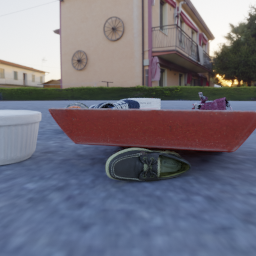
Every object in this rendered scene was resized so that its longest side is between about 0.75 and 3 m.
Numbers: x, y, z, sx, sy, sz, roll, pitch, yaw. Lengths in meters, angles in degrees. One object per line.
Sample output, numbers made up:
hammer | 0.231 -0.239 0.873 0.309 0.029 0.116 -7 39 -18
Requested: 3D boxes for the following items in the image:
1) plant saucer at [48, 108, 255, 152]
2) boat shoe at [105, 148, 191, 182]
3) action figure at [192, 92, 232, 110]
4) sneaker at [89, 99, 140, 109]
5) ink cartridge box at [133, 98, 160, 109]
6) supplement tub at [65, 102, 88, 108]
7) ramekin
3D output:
plant saucer | 0.576 0.100 4.859 2.856 0.525 2.861 2 -4 16
boat shoe | 0.305 0.484 3.674 1.191 0.426 0.391 1 1 -29
action figure | 3.862 -1.038 13.087 1.789 1.198 1.332 8 9 33
sneaker | -0.418 -0.788 12.178 2.475 0.868 1.343 -10 5 -21
ink cartridge box | 0.952 -1.276 16.240 1.538 0.884 2.627 -1 7 -12
supplement tub | -1.566 -0.337 8.522 0.882 0.882 1.440 -1 6 -6
ramekin | -2.431 0.133 4.909 1.757 0.818 1.757 1 7 0
